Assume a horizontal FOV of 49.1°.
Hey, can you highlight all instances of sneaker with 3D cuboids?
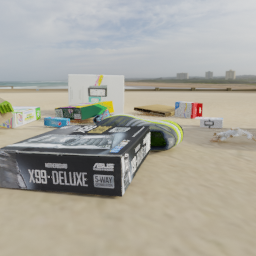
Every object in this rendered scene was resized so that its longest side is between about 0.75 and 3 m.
[{"bbox_3d":[-1.010,-0.391,10.668,0.668,0.555,1.399,-2,9,-8],"label":"sneaker"},{"bbox_3d":[0.147,0.128,6.740,2.244,0.829,0.908,2,12,20],"label":"sneaker"}]

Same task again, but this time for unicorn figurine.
[{"bbox_3d":[2.770,0.190,7.377,1.133,0.418,0.778,3,0,44],"label":"unicorn figurine"}]

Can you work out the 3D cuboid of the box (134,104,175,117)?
[{"bbox_3d":[1.699,-0.943,14.533,1.869,0.243,2.287,13,16,36],"label":"box"}]

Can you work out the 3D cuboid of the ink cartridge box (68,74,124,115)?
[{"bbox_3d":[-1.655,-1.715,14.328,2.693,1.966,1.975,-1,9,-10],"label":"ink cartridge box"}]

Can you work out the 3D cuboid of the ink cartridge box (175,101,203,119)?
[{"bbox_3d":[2.777,-0.827,12.850,1.232,0.716,0.414,8,12,42],"label":"ink cartridge box"}]

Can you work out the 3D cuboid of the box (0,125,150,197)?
[{"bbox_3d":[-0.749,0.435,5.170,2.002,0.632,2.539,2,10,14],"label":"box"}]

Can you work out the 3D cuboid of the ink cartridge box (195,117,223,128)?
[{"bbox_3d":[2.931,-0.199,10.154,0.964,0.327,0.559,3,10,21],"label":"ink cartridge box"}]

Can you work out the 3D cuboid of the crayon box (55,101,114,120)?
[{"bbox_3d":[-1.864,-0.747,11.936,1.693,0.572,1.962,-16,13,-42],"label":"crayon box"}]

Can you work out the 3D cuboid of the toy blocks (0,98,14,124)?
[{"bbox_3d":[-4.858,-0.461,8.782,2.415,1.207,1.651,24,49,36],"label":"toy blocks"}]

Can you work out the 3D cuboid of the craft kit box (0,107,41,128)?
[{"bbox_3d":[-5.228,-0.475,11.123,2.703,0.656,2.670,0,7,3],"label":"craft kit box"}]

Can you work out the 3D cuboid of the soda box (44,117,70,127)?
[{"bbox_3d":[-2.547,-0.204,10.030,0.888,0.301,0.285,6,13,13],"label":"soda box"}]
